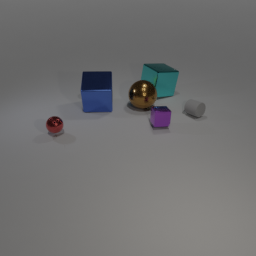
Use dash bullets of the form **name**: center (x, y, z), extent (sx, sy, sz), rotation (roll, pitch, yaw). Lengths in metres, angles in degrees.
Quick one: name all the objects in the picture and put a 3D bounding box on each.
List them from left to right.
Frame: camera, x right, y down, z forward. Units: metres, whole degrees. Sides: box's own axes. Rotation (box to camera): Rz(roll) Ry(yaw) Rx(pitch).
- **ball**: center (-2.965, -0.133, 11.331), extent (0.700, 0.700, 0.700), rotation (0, 29, 0)
- **cube**: center (-1.446, -1.723, 13.327), extent (1.400, 1.400, 1.400), rotation (-1, 50, -3)
- **ball**: center (0.712, -1.614, 13.513), extent (1.400, 1.400, 1.400), rotation (0, 29, 0)
- **cube**: center (1.644, -2.571, 14.974), extent (1.400, 1.400, 1.400), rotation (-9, 33, -31)
- **cube**: center (1.389, -0.500, 11.977), extent (0.700, 0.700, 0.700), rotation (-2, 23, -11)
- **cylinder**: center (3.091, -0.921, 12.945), extent (0.700, 0.700, 0.700), rotation (-20, 29, -31)
